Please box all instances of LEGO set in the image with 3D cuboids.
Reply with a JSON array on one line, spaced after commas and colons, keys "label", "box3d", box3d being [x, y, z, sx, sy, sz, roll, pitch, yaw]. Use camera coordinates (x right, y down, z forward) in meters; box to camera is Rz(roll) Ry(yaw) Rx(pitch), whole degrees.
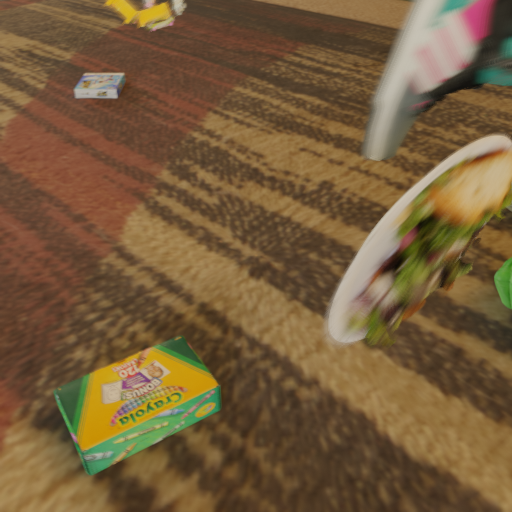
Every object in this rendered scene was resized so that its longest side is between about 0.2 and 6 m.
[{"label": "LEGO set", "box3d": [-1.635, -3.517, 7.975, 1.278, 0.588, 0.476, 8, 9, 6]}]

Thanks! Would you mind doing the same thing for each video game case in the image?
[{"label": "video game case", "box3d": [-4.108, -4.499, 14.776, 1.076, 0.270, 1.187, -1, 37, 0]}]

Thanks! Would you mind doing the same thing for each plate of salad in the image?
[{"label": "plate of salad", "box3d": [1.369, -0.002, 4.344, 1.995, 1.995, 0.479, -27, 56, -31]}]

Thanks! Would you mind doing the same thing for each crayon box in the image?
[{"label": "crayon box", "box3d": [-1.349, 1.663, 6.463, 1.634, 0.476, 0.970, -21, 42, -25]}]

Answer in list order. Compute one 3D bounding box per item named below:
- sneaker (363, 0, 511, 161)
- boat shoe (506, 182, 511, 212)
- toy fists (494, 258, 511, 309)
[{"label": "sneaker", "box3d": [2.463, -2.114, 6.454, 1.699, 2.814, 1.177, 27, 37, 10]}, {"label": "boat shoe", "box3d": [5.375, -0.959, 9.664, 2.442, 0.871, 0.735, 22, 41, 15]}, {"label": "toy fists", "box3d": [4.692, 0.801, 7.152, 1.635, 1.103, 3.208, -22, 41, -37]}]
